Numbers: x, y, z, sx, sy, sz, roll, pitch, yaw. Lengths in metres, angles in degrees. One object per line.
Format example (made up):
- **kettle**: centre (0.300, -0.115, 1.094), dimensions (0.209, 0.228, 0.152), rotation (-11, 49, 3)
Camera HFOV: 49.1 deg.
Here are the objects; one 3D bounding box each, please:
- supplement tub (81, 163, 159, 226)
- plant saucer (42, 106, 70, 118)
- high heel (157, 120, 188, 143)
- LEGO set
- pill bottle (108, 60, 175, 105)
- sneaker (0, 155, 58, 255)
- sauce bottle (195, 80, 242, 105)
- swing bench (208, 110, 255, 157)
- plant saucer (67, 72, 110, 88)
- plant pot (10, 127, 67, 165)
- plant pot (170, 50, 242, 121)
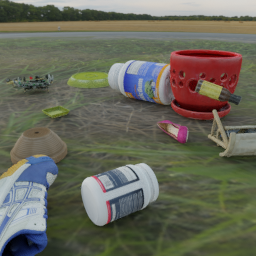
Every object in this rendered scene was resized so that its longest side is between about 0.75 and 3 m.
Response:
- **supplement tub**: centre (-0.152, 1.195, 5.225), dimensions (1.250, 0.877, 0.877), rotation (-13, 27, -28)
- **plant saucer**: centre (-2.629, -0.566, 10.218), dimensions (0.758, 0.182, 0.757), rotation (-19, 30, -38)
- **high heel**: centre (1.298, 0.070, 8.232), dimensions (0.723, 0.507, 1.507), rotation (9, 18, -4)
- **LEGO set**: centre (-4.537, -2.055, 13.281), dimensions (1.919, 0.837, 2.955), rotation (-12, 13, -31)
- **pill bottle**: centre (0.611, -1.970, 11.713), dimensions (2.838, 1.591, 1.591), rotation (15, 27, 33)
- **sneaker**: centre (-1.809, 1.518, 4.636), dimensions (1.318, 1.126, 2.990), rotation (27, 26, 5)
- **sauce bottle**: centre (2.034, -0.784, 6.321), dimensions (1.004, 0.325, 0.325), rotation (24, 30, 14)
- **swing bench**: centre (3.149, 0.206, 7.503), dimensions (1.494, 0.974, 1.502), rotation (-1, 28, -3)
- **plant saucer**: centre (-1.932, -2.574, 14.645), dimensions (2.479, 0.385, 2.479), rotation (0, 24, 0)
- **plant pot**: centre (-2.354, 0.414, 7.343), dimensions (1.435, 0.662, 1.435), rotation (-1, 24, 0)
- **plant pot**: centre (2.678, -1.604, 10.065), dimensions (2.416, 2.200, 2.416), rotation (0, 24, 0)
